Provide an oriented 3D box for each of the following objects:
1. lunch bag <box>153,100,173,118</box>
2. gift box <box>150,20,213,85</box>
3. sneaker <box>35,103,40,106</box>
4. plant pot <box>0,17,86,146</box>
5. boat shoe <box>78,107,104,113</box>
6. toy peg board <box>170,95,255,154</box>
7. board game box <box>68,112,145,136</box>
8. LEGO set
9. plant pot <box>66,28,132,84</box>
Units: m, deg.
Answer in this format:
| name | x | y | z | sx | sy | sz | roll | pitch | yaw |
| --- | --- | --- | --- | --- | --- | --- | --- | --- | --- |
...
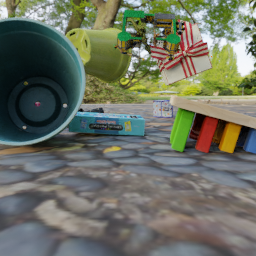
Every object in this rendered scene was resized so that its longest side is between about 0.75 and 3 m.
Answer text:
| name | x | y | z | sx | sy | sz | roll | pitch | yaw |
| --- | --- | --- | --- | --- | --- | --- | --- | --- | --- |
| lunch bag | 2.076 | -1.131 | 16.369 | 1.205 | 1.025 | 0.746 | 7 | 14 | 42 |
| gift box | 2.231 | -3.363 | 12.770 | 2.321 | 2.516 | 2.349 | -26 | 6 | 5 |
| sneaker | -4.942 | -0.615 | 11.794 | 1.264 | 1.165 | 2.865 | 2 | -2 | 25 |
| plant pot | -2.511 | -0.855 | 7.287 | 2.836 | 2.836 | 2.665 | -1 | -8 | -8 |
| boat shoe | -1.910 | -0.436 | 11.023 | 2.141 | 0.666 | 0.799 | -6 | -4 | 6 |
| toy peg board | 2.028 | 0.054 | 6.703 | 2.295 | 1.127 | 2.305 | 16 | 9 | 5 |
| board game box | -0.668 | -0.159 | 9.234 | 2.289 | 0.537 | 1.728 | 3 | 7 | -2 |
| LEGO set | 0.775 | -3.423 | 11.123 | 2.764 | 2.125 | 1.601 | -4 | -29 | -4 |
| plant pot | -1.494 | -3.242 | 12.128 | 2.514 | 2.514 | 2.312 | 4 | 8 | 35 |
